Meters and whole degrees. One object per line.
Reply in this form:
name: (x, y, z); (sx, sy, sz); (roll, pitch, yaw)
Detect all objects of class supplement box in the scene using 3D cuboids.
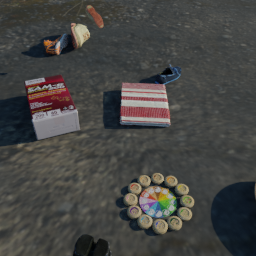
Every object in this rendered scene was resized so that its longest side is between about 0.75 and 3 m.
supplement box: (-2.373, -0.729, 8.591); (1.268, 0.709, 2.330); (-15, 41, -17)

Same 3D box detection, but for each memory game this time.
memory game: (0.686, 1.610, 6.257); (1.583, 0.101, 1.583); (0, 40, 0)

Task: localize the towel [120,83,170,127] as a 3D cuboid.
towel: (0.524, -0.785, 9.049); (1.535, 0.242, 2.130); (2, 41, -1)

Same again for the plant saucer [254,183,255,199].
plant saucer: (3.786, 1.715, 5.899); (2.223, 0.407, 2.223); (0, 40, 0)

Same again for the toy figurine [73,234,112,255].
toy figurine: (-0.835, 2.862, 3.775); (2.172, 1.535, 2.207); (-17, 41, -28)

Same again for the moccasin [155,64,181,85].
moccasin: (1.552, -2.004, 10.312); (0.550, 0.466, 1.366); (28, 47, 29)

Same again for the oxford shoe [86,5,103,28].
oxford shoe: (-1.238, -4.081, 10.366); (0.319, 0.900, 0.332); (-39, 12, -24)

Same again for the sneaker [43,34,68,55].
sneaker: (-3.235, -3.776, 12.357); (0.838, 0.581, 1.497); (9, 40, 8)

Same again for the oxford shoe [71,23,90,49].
oxford shoe: (-2.164, -4.290, 12.816); (0.839, 0.805, 2.273); (-4, 40, -9)
